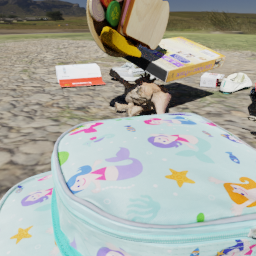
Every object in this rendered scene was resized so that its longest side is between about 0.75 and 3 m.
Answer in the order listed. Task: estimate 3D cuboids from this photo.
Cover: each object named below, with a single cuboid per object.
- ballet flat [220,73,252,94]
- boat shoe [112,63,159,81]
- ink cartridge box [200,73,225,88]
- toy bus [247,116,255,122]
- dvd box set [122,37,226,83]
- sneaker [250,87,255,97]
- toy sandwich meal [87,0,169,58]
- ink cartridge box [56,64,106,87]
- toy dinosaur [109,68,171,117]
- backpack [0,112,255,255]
[{"bbox_3d":[4.642,-1.969,11.816,2.174,0.755,0.755,-19,29,-38],"label":"ballet flat"},{"bbox_3d":[0.596,-2.850,13.581,3.008,0.965,1.109,-2,23,-5],"label":"boat shoe"},{"bbox_3d":[3.798,-2.144,12.572,0.919,0.439,1.047,10,25,23],"label":"ink cartridge box"},{"bbox_3d":[3.626,0.120,6.945,1.083,0.593,1.148,27,-13,-8],"label":"toy bus"},{"bbox_3d":[1.552,-2.411,9.436,2.937,0.432,2.149,-21,46,-36],"label":"dvd box set"},{"bbox_3d":[4.932,-1.277,10.534,0.756,0.494,1.352,14,18,38],"label":"sneaker"},{"bbox_3d":[0.040,-2.964,7.363,0.870,2.542,2.542,20,30,40],"label":"toy sandwich meal"},{"bbox_3d":[-2.301,-2.541,13.313,2.063,0.609,2.577,-6,22,-15],"label":"ink cartridge box"},{"bbox_3d":[0.654,-1.119,9.212,2.021,1.280,2.982,-8,29,-36],"label":"toy dinosaur"},{"bbox_3d":[0.109,1.095,2.829,2.873,2.163,2.551,-11,24,-12],"label":"backpack"}]
